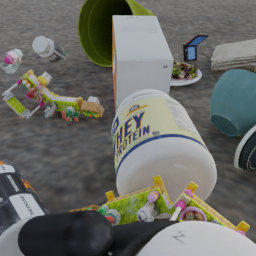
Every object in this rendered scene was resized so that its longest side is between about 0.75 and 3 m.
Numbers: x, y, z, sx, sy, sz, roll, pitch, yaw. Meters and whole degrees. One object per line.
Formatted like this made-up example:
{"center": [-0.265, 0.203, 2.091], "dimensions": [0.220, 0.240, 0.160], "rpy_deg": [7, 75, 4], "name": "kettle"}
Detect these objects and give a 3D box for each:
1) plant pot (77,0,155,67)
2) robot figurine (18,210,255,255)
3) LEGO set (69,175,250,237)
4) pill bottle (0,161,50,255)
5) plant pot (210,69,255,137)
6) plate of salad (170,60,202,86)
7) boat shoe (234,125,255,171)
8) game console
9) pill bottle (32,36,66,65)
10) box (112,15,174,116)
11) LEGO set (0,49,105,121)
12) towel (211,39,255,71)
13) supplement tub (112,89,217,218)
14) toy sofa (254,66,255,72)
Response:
{"center": [-0.116, -3.994, 11.379], "dimensions": [2.762, 2.762, 2.659], "rpy_deg": [21, 27, 29], "name": "plant pot"}
{"center": [0.039, 1.745, 2.449], "dimensions": [2.090, 2.782, 1.736], "rpy_deg": [21, 60, -33], "name": "robot figurine"}
{"center": [0.370, 1.419, 3.691], "dimensions": [2.990, 1.375, 1.113], "rpy_deg": [15, 11, 18], "name": "LEGO set"}
{"center": [-1.994, 1.249, 4.535], "dimensions": [0.992, 0.992, 1.867], "rpy_deg": [-23, 40, -31], "name": "pill bottle"}
{"center": [2.652, -0.445, 6.823], "dimensions": [1.641, 1.641, 1.105], "rpy_deg": [31, 72, 38], "name": "plant pot"}
{"center": [1.475, -2.114, 10.068], "dimensions": [2.331, 0.560, 2.331], "rpy_deg": [0, 32, 0], "name": "plate of salad"}
{"center": [3.291, 0.315, 5.987], "dimensions": [2.592, 0.980, 0.782], "rpy_deg": [-23, 34, -30], "name": "boat shoe"}
{"center": [2.659, -3.088, 10.879], "dimensions": [0.647, 0.940, 1.090], "rpy_deg": [5, 17, 39], "name": "game console"}
{"center": [-2.861, -2.828, 10.227], "dimensions": [0.711, 0.711, 1.258], "rpy_deg": [11, -3, 17], "name": "pill bottle"}
{"center": [0.271, -1.877, 8.178], "dimensions": [1.414, 1.804, 2.900], "rpy_deg": [-1, 41, -5], "name": "box"}
{"center": [-2.167, -0.708, 7.406], "dimensions": [2.935, 1.350, 1.093], "rpy_deg": [33, 50, 1], "name": "LEGO set"}
{"center": [4.241, -2.856, 10.898], "dimensions": [1.805, 0.470, 2.723], "rpy_deg": [-2, 28, 26], "name": "towel"}
{"center": [0.531, 0.348, 5.335], "dimensions": [1.637, 1.637, 2.258], "rpy_deg": [-3, 32, -5], "name": "supplement tub"}
{"center": [5.251, -2.308, 10.444], "dimensions": [0.973, 0.475, 0.403], "rpy_deg": [14, 36, 22], "name": "toy sofa"}
